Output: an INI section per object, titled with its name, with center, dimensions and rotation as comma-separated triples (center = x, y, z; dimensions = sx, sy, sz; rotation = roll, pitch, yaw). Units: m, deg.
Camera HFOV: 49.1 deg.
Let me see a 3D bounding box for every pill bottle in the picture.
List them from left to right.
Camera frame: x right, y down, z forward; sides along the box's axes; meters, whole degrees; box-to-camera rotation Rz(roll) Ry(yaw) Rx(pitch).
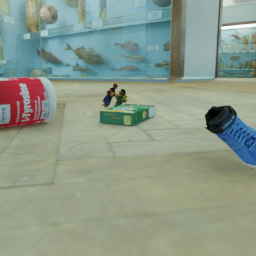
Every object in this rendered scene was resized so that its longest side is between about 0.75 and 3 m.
[pill bottle]
center = -3.698, -0.775, 8.565
dimensions = 2.646, 1.485, 1.485
rotation = -11, 17, -39

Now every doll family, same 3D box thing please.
[doll family]
center = -0.537, -1.229, 11.250
dimensions = 0.713, 1.050, 1.816
rotation = 15, 11, -43

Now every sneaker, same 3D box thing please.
[sneaker]
center = 2.084, 0.106, 5.396
dimensions = 0.943, 0.651, 1.696
rotation = 37, 12, -28

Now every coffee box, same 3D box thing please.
[coffee box]
center = 0.044, -0.513, 9.832
dimensions = 1.264, 0.452, 2.055
rotation = 6, 14, 26
